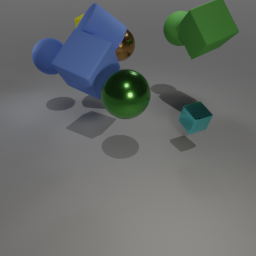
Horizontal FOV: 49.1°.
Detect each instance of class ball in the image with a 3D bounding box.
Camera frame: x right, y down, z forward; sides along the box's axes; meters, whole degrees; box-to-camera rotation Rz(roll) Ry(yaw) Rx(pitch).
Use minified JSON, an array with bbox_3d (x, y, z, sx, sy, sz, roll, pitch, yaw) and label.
[{"bbox_3d":[2.199,-4.187,11.822,1.400,1.400,1.400,0,30,0],"label":"ball"},{"bbox_3d":[-3.043,-2.813,11.037,1.400,1.400,1.400,0,30,0],"label":"ball"},{"bbox_3d":[-0.063,-0.944,7.853,1.400,1.400,1.400,0,30,0],"label":"ball"},{"bbox_3d":[-0.394,-3.533,11.818,1.400,1.400,1.400,0,30,0],"label":"ball"}]

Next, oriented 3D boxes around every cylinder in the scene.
[{"bbox_3d":[-1.011,-3.537,10.259,1.400,1.400,1.400,29,18,-28],"label":"cylinder"}]

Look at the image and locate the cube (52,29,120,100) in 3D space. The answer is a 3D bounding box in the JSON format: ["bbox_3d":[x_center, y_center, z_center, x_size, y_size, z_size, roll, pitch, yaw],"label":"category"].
[{"bbox_3d":[-1.283,-2.011,8.983,1.400,1.400,1.400,26,77,18],"label":"cube"}]

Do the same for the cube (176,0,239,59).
[{"bbox_3d":[2.876,-3.626,10.340,1.400,1.400,1.400,-26,-1,-13],"label":"cube"}]

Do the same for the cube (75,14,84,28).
[{"bbox_3d":[-1.900,-4.737,12.804,0.700,0.700,0.700,17,46,26],"label":"cube"}]

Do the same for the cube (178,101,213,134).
[{"bbox_3d":[2.190,-0.333,9.136,0.700,0.700,0.700,-16,52,-23],"label":"cube"}]
